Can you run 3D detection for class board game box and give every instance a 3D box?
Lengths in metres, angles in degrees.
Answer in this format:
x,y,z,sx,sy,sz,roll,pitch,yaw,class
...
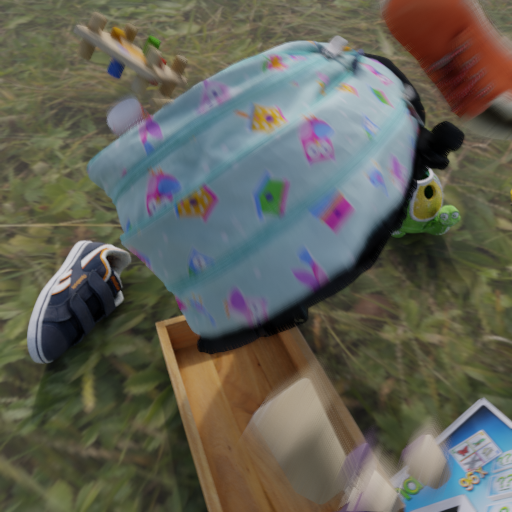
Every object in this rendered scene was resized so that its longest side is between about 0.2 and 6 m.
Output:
x,y,z,sx,sy,sz,roll,pitch,yaw,class
1.918,3.495,5.456,3.969,0.687,2.506,-30,54,-24,board game box

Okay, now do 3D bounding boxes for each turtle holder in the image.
x,y,z,sx,sy,sz,roll,pitch,yaw,class
2.548,-0.907,9.196,1.099,1.028,1.447,-6,48,-6,turtle holder

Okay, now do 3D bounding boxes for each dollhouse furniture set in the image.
x,y,z,sx,sy,sz,roll,pitch,yaw,class
0.442,1.018,3.516,1.029,1.299,0.922,-33,32,-12,dollhouse furniture set

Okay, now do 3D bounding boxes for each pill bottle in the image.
x,y,z,sx,sy,sz,roll,pitch,yaw,class
-1.720,-1.826,8.487,0.564,1.013,0.564,-16,51,21,pill bottle

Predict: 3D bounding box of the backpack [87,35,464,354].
x,y,z,sx,sy,sz,roll,pitch,yaw,class
0.156,-0.783,6.092,2.504,3.301,3.956,50,32,-6,backpack

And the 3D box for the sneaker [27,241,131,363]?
x,y,z,sx,sy,sz,roll,pitch,yaw,class
-2.452,0.583,7.981,0.848,0.838,2.136,3,46,10,sneaker

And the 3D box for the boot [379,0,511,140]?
x,y,z,sx,sy,sz,roll,pitch,yaw,class
2.735,-2.611,7.553,2.649,0.994,1.420,25,58,-23,boot

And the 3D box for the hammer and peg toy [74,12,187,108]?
x,y,z,sx,sy,sz,roll,pitch,yaw,class
-1.612,-2.857,8.443,1.954,0.689,1.437,34,20,6,hammer and peg toy

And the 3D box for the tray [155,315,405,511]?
x,y,z,sx,sy,sz,roll,pitch,yaw,class
0.032,1.839,6.499,1.721,0.646,3.489,-14,36,-13,tray

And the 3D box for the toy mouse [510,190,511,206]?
x,y,z,sx,sy,sz,roll,pitch,yaw,class
5.041,-0.728,9.504,1.511,0.329,1.700,24,53,21,toy mouse
